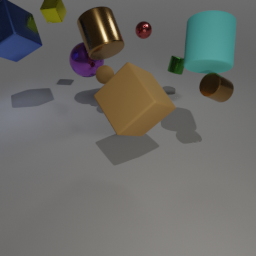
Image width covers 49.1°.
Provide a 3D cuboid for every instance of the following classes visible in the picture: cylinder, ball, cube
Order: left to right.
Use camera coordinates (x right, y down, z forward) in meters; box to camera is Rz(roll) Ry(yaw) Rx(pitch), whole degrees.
[{"bbox_3d":[-4.241,-3.452,10.126,1.400,1.400,1.400,-24,-10,21],"label":"cube"},{"bbox_3d":[-2.994,-4.743,11.286,0.700,0.700,0.700,2,59,15],"label":"cube"},{"bbox_3d":[-1.671,-2.761,11.358,1.400,1.400,1.400,0,31,0],"label":"ball"},{"bbox_3d":[-0.998,-3.437,10.293,1.400,1.400,1.400,-20,-6,-2],"label":"cylinder"},{"bbox_3d":[-0.861,-1.986,10.446,0.700,0.700,0.700,0,31,0],"label":"ball"},{"bbox_3d":[0.201,-0.732,7.860,1.400,1.400,1.400,6,48,-59],"label":"cube"},{"bbox_3d":[0.651,-4.081,11.684,0.700,0.700,0.700,0,31,0],"label":"ball"},{"bbox_3d":[2.197,-2.832,12.593,0.700,0.700,0.700,12,21,-5],"label":"cylinder"},{"bbox_3d":[2.391,-2.459,8.221,1.400,1.400,1.400,5,-4,0],"label":"cylinder"},{"bbox_3d":[2.522,-1.148,7.991,0.700,0.700,0.700,14,19,-38],"label":"cylinder"}]
